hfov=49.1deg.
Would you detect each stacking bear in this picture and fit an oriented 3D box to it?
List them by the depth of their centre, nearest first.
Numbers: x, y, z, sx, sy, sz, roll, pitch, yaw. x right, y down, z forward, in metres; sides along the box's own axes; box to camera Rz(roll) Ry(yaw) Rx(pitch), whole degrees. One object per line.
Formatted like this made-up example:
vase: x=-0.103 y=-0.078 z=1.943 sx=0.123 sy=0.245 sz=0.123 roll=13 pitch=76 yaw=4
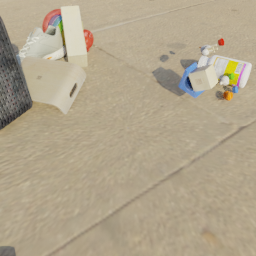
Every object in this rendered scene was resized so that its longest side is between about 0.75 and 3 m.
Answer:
stacking bear: x=-2.321 y=-3.878 z=11.456 sx=2.111 sy=1.282 sz=1.200 roll=30 pitch=28 yaw=17

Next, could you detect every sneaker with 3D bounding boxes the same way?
sneaker: x=-3.438 y=-2.866 z=10.085 sx=1.068 sy=1.297 sz=2.820 roll=20 pitch=44 yaw=22

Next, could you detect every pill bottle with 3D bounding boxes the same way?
pill bottle: x=3.162 y=-1.925 z=9.310 sx=1.608 sy=0.838 sz=0.838 roll=22 pitch=44 yaw=24

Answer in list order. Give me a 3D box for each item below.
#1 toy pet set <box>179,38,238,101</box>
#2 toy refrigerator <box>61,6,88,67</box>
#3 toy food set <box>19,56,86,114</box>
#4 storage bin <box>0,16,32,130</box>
toy pet set: x=2.347 y=-1.514 z=8.397 sx=0.946 sy=1.781 sz=1.663 roll=-5 pitch=25 yaw=46
toy refrigerator: x=-1.944 y=-3.345 z=10.283 sx=0.753 sy=0.817 sz=2.151 roll=-9 pitch=71 yaw=-10
toy food set: x=-2.648 y=-1.318 z=8.717 sx=2.303 sy=0.696 sz=1.652 roll=11 pitch=58 yaw=15
storage bin: x=-3.863 y=-1.438 z=7.089 sx=1.882 sy=2.783 sz=1.305 roll=13 pitch=40 yaw=25
